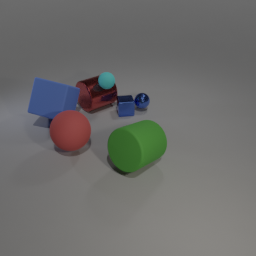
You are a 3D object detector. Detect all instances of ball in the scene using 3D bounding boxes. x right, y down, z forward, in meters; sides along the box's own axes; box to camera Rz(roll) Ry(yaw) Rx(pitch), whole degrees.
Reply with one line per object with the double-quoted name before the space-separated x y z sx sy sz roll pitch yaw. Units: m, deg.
"ball" -0.894 -1.986 11.735 0.700 0.700 0.700 0 32 0
"ball" -1.977 0.088 9.644 1.400 1.400 1.400 0 32 0
"ball" 0.623 -1.215 12.457 0.700 0.700 0.700 0 32 0

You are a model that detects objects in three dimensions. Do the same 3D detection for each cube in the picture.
"cube" -0.113 -0.970 12.283 0.700 0.700 0.700 -5 33 -8
"cube" -2.932 -1.124 11.241 1.400 1.400 1.400 15 5 8

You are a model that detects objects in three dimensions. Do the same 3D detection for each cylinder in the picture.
"cylinder" -1.422 -1.593 12.598 1.400 1.400 1.400 -24 39 -32
"cylinder" 0.307 0.542 8.953 1.400 1.400 1.400 24 26 33
